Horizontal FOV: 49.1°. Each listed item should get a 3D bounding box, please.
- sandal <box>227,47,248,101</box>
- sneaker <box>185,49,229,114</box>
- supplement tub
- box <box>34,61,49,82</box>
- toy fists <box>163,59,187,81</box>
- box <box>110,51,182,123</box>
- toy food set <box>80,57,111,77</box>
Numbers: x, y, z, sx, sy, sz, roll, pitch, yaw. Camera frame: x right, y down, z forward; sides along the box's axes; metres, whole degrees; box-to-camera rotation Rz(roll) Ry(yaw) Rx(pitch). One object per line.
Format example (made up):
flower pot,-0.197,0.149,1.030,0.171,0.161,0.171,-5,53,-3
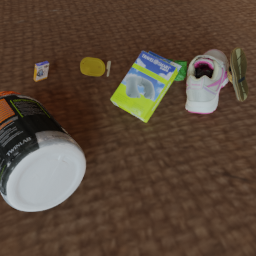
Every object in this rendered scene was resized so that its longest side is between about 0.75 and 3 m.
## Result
sandal,3.424,-1.665,8.869,0.679,1.692,0.457,-25,21,-29
sneaker,2.634,-1.836,9.078,1.209,1.311,2.972,6,46,22
supplement tub,-2.421,0.351,6.578,1.814,1.814,2.960,-26,43,-24
box,-3.006,-2.002,9.724,0.165,0.797,0.475,44,48,18
toy fists,1.520,-2.007,9.715,0.458,0.679,1.332,-14,23,-31
box,0.565,-1.360,8.486,1.265,0.494,2.074,31,85,18
toy food set,-1.199,-2.128,9.997,1.112,0.363,0.654,3,84,-25
